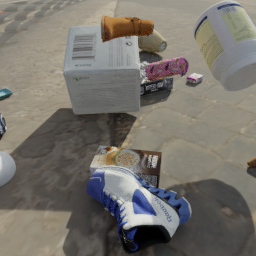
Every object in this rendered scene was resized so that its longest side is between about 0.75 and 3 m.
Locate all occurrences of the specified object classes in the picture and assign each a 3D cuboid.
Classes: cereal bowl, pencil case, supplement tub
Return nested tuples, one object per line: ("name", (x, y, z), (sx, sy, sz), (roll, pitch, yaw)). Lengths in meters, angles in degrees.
("cereal bowl", (-4.184, 1.149, 8.360), (1.504, 0.626, 1.504), (-1, 32, 0))
("pencil case", (1.273, -1.959, 9.385), (1.485, 0.643, 0.615), (0, 18, 42))
("supplement tub", (3.558, -2.792, 9.686), (1.905, 1.905, 2.628), (-9, 65, -15))

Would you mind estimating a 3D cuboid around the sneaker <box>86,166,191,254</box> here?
("sneaker", (0.005, 1.949, 6.651), (2.694, 1.088, 1.556), (17, 34, 22))

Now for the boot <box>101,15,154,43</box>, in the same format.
("boot", (0.017, -2.879, 8.053), (1.435, 0.683, 1.855), (7, 33, 8))

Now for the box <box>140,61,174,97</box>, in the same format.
("box", (0.640, -2.539, 14.134), (2.139, 0.675, 2.713), (-16, 36, -24))

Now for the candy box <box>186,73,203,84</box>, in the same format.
("candy box", (3.499, -2.599, 14.643), (0.546, 0.244, 0.801), (26, 40, 34))

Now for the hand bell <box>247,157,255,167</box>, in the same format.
("hand bell", (4.715, 0.877, 8.832), (1.957, 1.019, 1.019), (-17, 34, -2))

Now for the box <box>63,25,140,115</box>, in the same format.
("box", (-0.944, -2.364, 11.445), (2.843, 2.436, 2.829), (-2, 54, -1))

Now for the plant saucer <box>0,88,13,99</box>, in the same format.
("plant saucer", (-6.335, -1.340, 12.714), (0.728, 0.197, 2.081), (26, 41, 34))

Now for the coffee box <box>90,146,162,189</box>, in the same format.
("coffee box", (-0.019, 1.188, 8.150), (1.919, 0.765, 1.098), (5, 33, 8))

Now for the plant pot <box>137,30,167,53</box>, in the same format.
("plant pot", (1.712, -5.612, 18.395), (1.559, 1.559, 1.664), (-24, 47, -32))

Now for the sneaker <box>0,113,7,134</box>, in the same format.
("sneaker", (-5.367, -0.264, 10.416), (1.201, 0.776, 2.213), (-30, 50, -31))
